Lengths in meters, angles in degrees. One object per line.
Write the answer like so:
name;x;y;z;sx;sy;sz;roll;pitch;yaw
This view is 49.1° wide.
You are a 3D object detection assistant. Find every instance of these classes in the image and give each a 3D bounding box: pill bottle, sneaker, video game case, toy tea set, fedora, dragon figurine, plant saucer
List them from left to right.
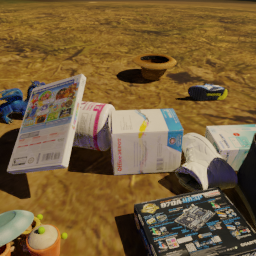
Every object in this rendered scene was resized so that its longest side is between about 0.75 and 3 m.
plant saucer;-2.542;1.969;5.661;1.228;0.236;1.228;-17;13;4
toy tea set;-2.188;2.286;4.991;1.283;0.798;2.158;20;36;31
dragon figurine;-4.126;-0.931;9.965;2.718;1.351;0.800;-9;31;-14
video game case;-2.021;-0.121;7.074;1.801;0.227;2.516;-10;58;28
pill bottle;-1.722;-0.153;8.557;2.489;1.411;1.411;7;31;12
fedora;1.285;-3.013;13.941;2.317;0.945;2.317;-1;30;0
sneaker;1.704;0.867;7.440;1.245;0.794;2.155;-9;32;-21
sneaker;3.271;-1.524;11.766;1.664;0.615;0.684;4;30;-10
sneaker;3.210;1.374;5.790;1.102;1.566;2.948;-6;31;-10

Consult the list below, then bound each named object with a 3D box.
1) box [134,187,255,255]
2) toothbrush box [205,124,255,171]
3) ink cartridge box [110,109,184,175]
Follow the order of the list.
box;1.333;2.079;5.655;2.103;0.484;1.672;-8;31;-14
toothbrush box;3.255;0.532;8.041;1.797;0.766;1.316;-2;30;-1
ink cartridge box;0.437;0.342;7.776;1.839;1.354;1.330;-2;30;-4
